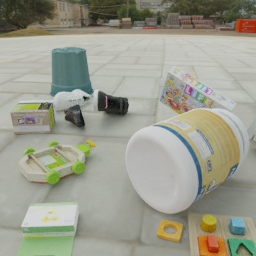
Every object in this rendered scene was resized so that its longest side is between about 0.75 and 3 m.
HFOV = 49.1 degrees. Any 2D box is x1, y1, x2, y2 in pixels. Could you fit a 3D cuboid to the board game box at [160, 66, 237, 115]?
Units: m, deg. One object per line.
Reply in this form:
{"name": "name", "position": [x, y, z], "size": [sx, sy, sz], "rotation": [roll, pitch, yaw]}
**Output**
{"name": "board game box", "position": [2.311, -0.900, 9.734], "size": [2.405, 1.617, 0.412], "rotation": [36, 60, 17]}

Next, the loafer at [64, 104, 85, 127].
{"name": "loafer", "position": [-2.165, -0.416, 11.223], "size": [0.717, 0.721, 1.982], "rotation": [-16, 17, -10]}

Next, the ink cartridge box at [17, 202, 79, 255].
{"name": "ink cartridge box", "position": [-1.631, 2.124, 5.734], "size": [1.083, 0.357, 1.489], "rotation": [-1, 22, -3]}

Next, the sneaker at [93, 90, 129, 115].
{"name": "sneaker", "position": [-0.638, -1.047, 11.567], "size": [1.259, 0.897, 2.538], "rotation": [4, 0, 9]}

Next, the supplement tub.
{"name": "supplement tub", "position": [1.549, 0.641, 6.995], "size": [2.788, 2.016, 2.016], "rotation": [-20, 30, -38]}

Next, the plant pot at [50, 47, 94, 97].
{"name": "plant pot", "position": [-3.090, -3.054, 15.097], "size": [2.396, 2.347, 2.396], "rotation": [1, 23, 0]}

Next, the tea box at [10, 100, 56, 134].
{"name": "tea box", "position": [-3.623, -0.448, 10.874], "size": [1.374, 0.918, 1.352], "rotation": [-1, 24, -3]}

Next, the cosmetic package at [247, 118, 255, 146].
{"name": "cosmetic package", "position": [4.479, 0.259, 8.541], "size": [0.798, 0.945, 1.769], "rotation": [34, 1, -10]}

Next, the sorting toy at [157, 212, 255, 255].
{"name": "sorting toy", "position": [1.926, 2.160, 5.594], "size": [2.675, 0.364, 1.506], "rotation": [2, 24, 6]}

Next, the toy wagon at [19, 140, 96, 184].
{"name": "toy wagon", "position": [-1.980, 0.919, 8.352], "size": [2.275, 0.450, 1.765], "rotation": [-17, 29, -35]}

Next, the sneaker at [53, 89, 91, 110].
{"name": "sneaker", "position": [-2.597, -1.324, 13.095], "size": [0.894, 0.784, 2.230], "rotation": [17, 28, 28]}
